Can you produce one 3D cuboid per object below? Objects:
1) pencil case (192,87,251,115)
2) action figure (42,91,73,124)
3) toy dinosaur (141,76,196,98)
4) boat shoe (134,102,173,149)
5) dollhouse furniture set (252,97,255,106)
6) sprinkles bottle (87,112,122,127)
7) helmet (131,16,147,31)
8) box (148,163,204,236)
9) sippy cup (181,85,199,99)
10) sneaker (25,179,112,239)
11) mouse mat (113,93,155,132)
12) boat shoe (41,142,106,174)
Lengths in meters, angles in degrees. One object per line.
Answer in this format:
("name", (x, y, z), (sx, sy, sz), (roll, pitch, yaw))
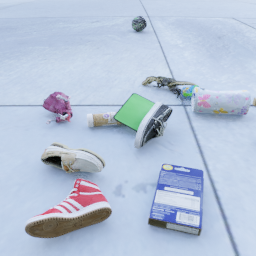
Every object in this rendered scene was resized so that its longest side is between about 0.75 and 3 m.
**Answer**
("pencil case", (3.694, -1.084, 11.281), (2.294, 0.954, 1.040), (5, 67, 7))
("action figure", (-2.624, -0.670, 11.058), (1.725, 1.155, 1.284), (43, 11, 34))
("toy dinosaur", (2.010, -2.009, 13.072), (2.954, 0.701, 1.302), (12, 28, 12))
("boat shoe", (0.947, -0.049, 9.765), (0.780, 0.844, 2.285), (22, 42, 16))
("dollhouse furniture set", (6.061, -1.646, 11.959), (1.363, 1.206, 0.758), (0, 32, -1))
("sprinkles bottle", (-0.810, -0.340, 10.597), (1.463, 0.499, 0.499), (-6, 33, -10))
("helmet", (0.885, -8.246, 22.190), (1.226, 1.226, 1.168), (2, 34, 3))
("box", (1.349, 1.788, 7.454), (1.268, 0.339, 2.094), (8, 35, 12))
("sippy cup", (2.752, -1.579, 12.428), (0.647, 0.883, 0.693), (10, 77, 34))
("sneaker", (-1.523, 1.922, 6.902), (2.024, 0.721, 1.138), (-7, 37, -24))
("mouse mat", (0.504, -0.541, 10.705), (1.571, 0.073, 1.952), (29, 44, 7))
("boat shoe", (-1.668, 1.015, 8.350), (2.094, 0.783, 0.716), (9, 37, 29))
